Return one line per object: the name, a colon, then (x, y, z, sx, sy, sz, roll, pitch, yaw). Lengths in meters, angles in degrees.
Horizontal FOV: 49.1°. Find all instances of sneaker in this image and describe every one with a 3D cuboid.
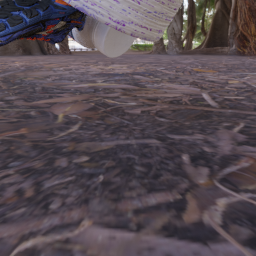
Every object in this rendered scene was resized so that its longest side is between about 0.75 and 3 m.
sneaker: (-1.769, -2.130, 5.794, 2.594, 1.017, 0.977, -34, 56, -31)

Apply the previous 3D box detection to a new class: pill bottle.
pill bottle: (-1.105, -3.126, 7.540, 2.749, 1.644, 1.644, 42, 36, 23)

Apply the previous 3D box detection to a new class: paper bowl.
paper bowl: (-0.271, -2.768, 4.663, 2.741, 1.425, 2.741, 25, 27, -14)

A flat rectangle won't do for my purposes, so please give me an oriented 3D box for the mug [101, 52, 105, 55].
mug: (-0.559, -3.045, 9.306, 0.928, 1.257, 1.102, 43, -2, 38)
